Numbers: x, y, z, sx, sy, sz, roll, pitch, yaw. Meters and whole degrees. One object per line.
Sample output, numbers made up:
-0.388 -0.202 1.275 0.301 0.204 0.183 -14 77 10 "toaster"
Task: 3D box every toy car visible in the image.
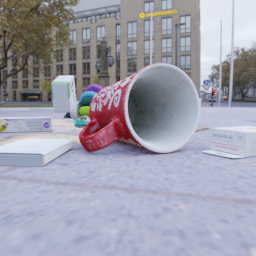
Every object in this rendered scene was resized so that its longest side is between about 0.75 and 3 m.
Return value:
-1.701 -1.317 14.957 2.309 1.978 2.638 2 6 14 "toy car"

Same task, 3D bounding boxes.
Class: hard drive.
-1.956 0.449 5.737 1.213 0.245 1.839 1 6 5 "hard drive"

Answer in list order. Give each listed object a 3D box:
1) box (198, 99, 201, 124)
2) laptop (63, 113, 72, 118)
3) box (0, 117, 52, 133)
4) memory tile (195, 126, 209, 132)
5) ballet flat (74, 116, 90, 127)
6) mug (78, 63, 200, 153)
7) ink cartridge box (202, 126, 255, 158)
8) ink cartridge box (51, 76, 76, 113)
2.256 -0.759 13.001 2.194 1.234 1.112 -4 7 -37 "box"
-3.504 -0.694 18.465 1.086 0.633 1.225 2 -20 11 "laptop"
-4.135 -0.114 10.091 2.662 0.515 0.552 -2 6 -21 "box"
2.429 0.018 10.851 1.063 0.116 1.387 4 7 40 "memory tile"
-1.661 -0.260 11.668 1.403 0.494 0.472 4 -1 29 "ballet flat"
-0.108 -0.452 7.016 2.526 1.898 2.845 -1 2 -26 "mug"
2.461 0.269 6.088 1.572 0.533 0.905 -3 7 -32 "ink cartridge box"
-2.061 -1.132 9.091 0.550 0.955 1.308 -2 21 -2 "ink cartridge box"
